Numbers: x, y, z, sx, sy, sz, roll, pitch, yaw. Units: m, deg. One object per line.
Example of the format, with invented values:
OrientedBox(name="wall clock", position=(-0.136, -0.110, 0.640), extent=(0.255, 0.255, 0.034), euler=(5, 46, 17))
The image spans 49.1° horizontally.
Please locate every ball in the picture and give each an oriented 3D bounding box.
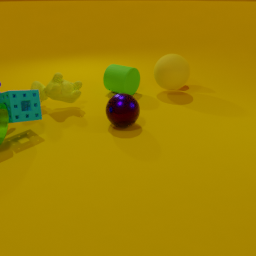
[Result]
OrientedBox(name="ball", position=(-0.158, -0.530, 8.413), extent=(1.037, 1.037, 1.037), euler=(0, 27, 0))
OrientedBox(name="ball", position=(1.688, -2.144, 10.799), extent=(1.392, 1.392, 1.392), euler=(0, 27, 0))

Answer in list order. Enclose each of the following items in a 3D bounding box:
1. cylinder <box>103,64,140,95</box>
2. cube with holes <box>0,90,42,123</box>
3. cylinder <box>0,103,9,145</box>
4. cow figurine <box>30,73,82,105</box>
OrientedBox(name="cylinder", position=(-0.240, -1.899, 10.966), extent=(1.070, 1.070, 1.070), euler=(18, 32, 32))
OrientedBox(name="cube with holes", position=(-3.018, -0.590, 7.797), extent=(0.834, 0.834, 0.834), euler=(-10, 6, -44))
OrientedBox(name="cylinder", position=(-3.820, -0.152, 7.063), extent=(1.176, 1.176, 1.176), euler=(11, 14, -43))
OrientedBox(name="cow figurine", position=(-2.489, -1.205, 9.608), extent=(1.596, 1.570, 0.876), euler=(17, 59, -28))
